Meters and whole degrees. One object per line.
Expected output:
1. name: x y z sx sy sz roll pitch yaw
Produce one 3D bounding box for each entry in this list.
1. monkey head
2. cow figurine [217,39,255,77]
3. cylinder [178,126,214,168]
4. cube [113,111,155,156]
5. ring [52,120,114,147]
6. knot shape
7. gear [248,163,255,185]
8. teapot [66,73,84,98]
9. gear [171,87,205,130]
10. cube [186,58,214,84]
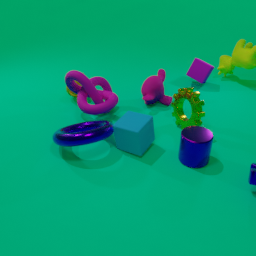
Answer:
1. monkey head: 1.062 -1.315 10.035 1.145 0.959 1.592 22 60 14
2. cow figurine: 4.618 -2.754 11.648 0.951 1.705 1.733 9 29 -30
3. cylinder: 1.771 0.490 7.379 0.824 0.824 0.824 0 33 0
4. cube: 0.181 0.131 7.803 0.826 0.826 0.826 15 41 30
5. ring: -1.239 0.128 7.894 1.760 0.352 1.760 -8 12 2
6. knot shape: -1.055 -1.032 9.013 1.971 0.911 1.844 21 23 -36
7. gear: 3.659 1.191 6.234 1.777 0.329 1.777 3 14 -1
8. teapot: -1.928 -1.648 10.487 0.683 0.868 1.395 6 50 -7
9. gear: 1.800 -0.573 8.521 0.241 1.303 1.303 -10 33 -27
10. cube: 2.949 -2.328 11.418 0.761 0.761 0.761 33 22 16
